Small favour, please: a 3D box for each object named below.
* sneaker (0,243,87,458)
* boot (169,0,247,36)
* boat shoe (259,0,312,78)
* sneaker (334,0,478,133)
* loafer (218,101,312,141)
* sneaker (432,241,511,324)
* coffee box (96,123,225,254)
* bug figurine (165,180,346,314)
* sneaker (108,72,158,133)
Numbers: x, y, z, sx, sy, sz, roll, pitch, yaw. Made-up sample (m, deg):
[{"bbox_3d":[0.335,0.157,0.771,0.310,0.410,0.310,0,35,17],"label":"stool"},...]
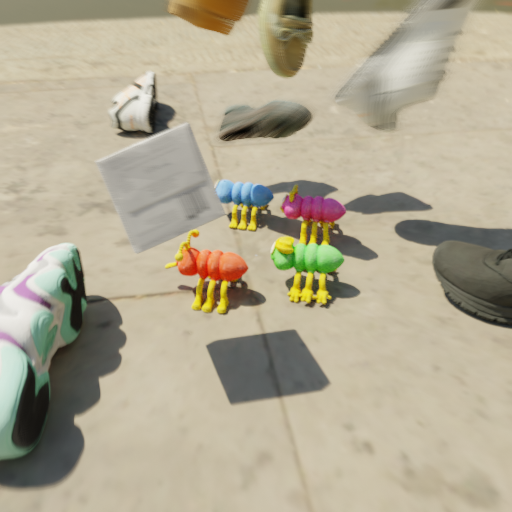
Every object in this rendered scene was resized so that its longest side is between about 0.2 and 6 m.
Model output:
[{"bbox_3d":[-3.645,0.932,7.139,2.385,1.325,3.409,1,33,0],"label":"sneaker"},{"bbox_3d":[-0.757,-5.000,10.348,1.317,1.840,0.647,9,58,-20],"label":"boot"},{"bbox_3d":[0.656,-4.490,10.005,0.907,2.485,0.782,-4,12,-39],"label":"boat shoe"},{"bbox_3d":[2.739,-3.338,9.007,1.266,3.166,1.167,42,35,-4],"label":"sneaker"},{"bbox_3d":[0.110,-2.187,9.508,1.890,0.679,0.594,11,70,44],"label":"loafer"},{"bbox_3d":[4.203,0.313,7.877,3.450,1.566,1.310,23,41,32],"label":"sneaker"},{"bbox_3d":[-1.132,-0.830,6.740,1.127,1.129,1.117,-23,13,-5],"label":"coffee box"},{"bbox_3d":[0.133,-0.436,9.564,2.783,0.923,3.589,6,34,8],"label":"bug figurine"},{"bbox_3d":[-3.286,-4.222,15.142,1.174,1.082,2.935,-3,33,-2],"label":"sneaker"}]
